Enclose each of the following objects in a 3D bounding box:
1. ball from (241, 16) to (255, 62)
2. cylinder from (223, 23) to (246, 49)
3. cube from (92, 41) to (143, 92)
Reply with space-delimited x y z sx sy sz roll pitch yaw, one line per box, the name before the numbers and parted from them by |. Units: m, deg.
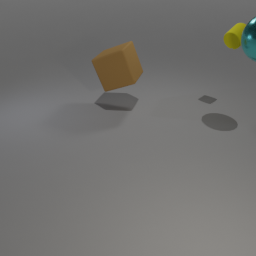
ball | 3.974 -2.562 7.984 1.400 1.400 1.400 0 29 0
cylinder | 4.025 -3.392 10.343 0.700 0.700 0.700 -42 45 -19
cube | -0.385 -2.504 11.383 1.400 1.400 1.400 -11 26 24
